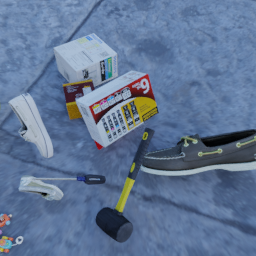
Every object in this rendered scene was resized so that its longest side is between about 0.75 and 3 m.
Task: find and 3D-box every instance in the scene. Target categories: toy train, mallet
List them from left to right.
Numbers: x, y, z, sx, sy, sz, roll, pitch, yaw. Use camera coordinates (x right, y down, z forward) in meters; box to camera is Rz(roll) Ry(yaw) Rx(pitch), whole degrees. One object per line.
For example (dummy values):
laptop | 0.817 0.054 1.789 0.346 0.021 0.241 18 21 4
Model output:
toy train | -2.521 2.112 5.684 0.591 0.219 0.787 -37 60 -25
mallet | 0.105 1.121 5.496 0.750 0.469 2.278 31 97 44

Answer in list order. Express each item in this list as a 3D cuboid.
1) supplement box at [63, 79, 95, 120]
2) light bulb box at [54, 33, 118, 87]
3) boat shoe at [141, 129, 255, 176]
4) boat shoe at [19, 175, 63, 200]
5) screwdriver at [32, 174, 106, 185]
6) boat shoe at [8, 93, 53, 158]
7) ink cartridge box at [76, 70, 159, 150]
supplement box | -1.311 -0.807 7.813 0.850 0.572 0.862 -12 52 -9
light bulb box | -1.266 -2.011 8.579 1.420 0.886 1.408 -28 56 -23
boat shoe | 1.619 0.513 6.316 2.727 0.821 0.972 -5 13 -1
boat shoe | -1.809 1.323 5.863 0.391 1.060 0.340 -13 52 30
screwdriver | -1.193 1.044 5.868 1.597 0.232 0.223 12 13 -31
boat shoe | -2.160 0.037 6.250 0.523 1.593 0.573 -30 33 -30
ink cartridge box | -0.152 -0.349 6.774 1.687 1.481 0.708 -33 32 -21
